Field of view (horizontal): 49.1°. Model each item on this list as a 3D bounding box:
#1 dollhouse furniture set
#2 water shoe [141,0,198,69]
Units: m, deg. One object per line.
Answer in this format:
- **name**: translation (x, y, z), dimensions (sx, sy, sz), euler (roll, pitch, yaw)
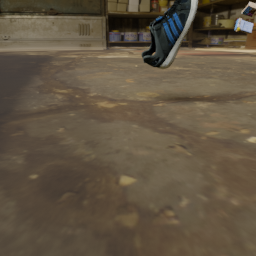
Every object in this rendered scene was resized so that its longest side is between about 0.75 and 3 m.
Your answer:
- **dollhouse furniture set**: translation (4.042, -3.498, 9.147), dimensions (0.804, 0.851, 0.556), euler (18, -5, 1)
- **water shoe**: translation (1.326, -3.349, 9.283), dimensions (1.154, 2.925, 1.046), euler (10, 31, -17)
